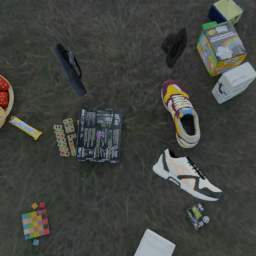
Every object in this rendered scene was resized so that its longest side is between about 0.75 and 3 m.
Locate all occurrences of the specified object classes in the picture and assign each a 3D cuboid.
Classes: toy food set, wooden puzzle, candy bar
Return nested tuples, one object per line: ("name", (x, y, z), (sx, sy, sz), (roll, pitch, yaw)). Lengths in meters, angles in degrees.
("toy food set", (-6.128, -1.111, 11.486), (2.753, 0.677, 2.782), (12, 74, 4))
("wooden puzzle", (-3.412, 3.537, 10.347), (0.896, 0.106, 1.510), (-14, 73, -4))
("candy bar", (-4.205, -0.022, 11.425), (1.470, 0.163, 0.367), (31, 75, 8))

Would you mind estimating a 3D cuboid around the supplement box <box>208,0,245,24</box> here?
("supplement box", (4.437, -5.213, 12.733), (1.069, 0.718, 1.070), (-31, 75, -9))

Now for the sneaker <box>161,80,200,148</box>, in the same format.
("sneaker", (2.157, -0.745, 11.022), (1.114, 1.340, 2.974), (-17, 74, -5))

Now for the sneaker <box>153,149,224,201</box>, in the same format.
("sneaker", (1.750, 1.336, 8.055), (2.184, 0.805, 0.874), (28, 96, 28))

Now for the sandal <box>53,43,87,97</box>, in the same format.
("sandal", (-1.912, -2.094, 9.829), (0.549, 0.975, 2.565), (-34, 58, 7))

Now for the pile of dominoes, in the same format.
("pile of dominoes", (-2.306, 0.378, 11.256), (1.176, 0.240, 1.509), (-16, 73, -5))

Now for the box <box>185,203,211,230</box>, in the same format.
("box", (2.601, 3.279, 10.392), (0.629, 0.174, 0.786), (-29, 75, -9))

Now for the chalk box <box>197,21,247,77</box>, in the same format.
("chalk box", (3.830, -3.525, 11.917), (1.319, 1.313, 2.121), (-17, 73, -4))

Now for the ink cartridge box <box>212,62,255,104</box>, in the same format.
("ink cartridge box", (4.203, -1.771, 11.189), (1.194, 1.628, 0.676), (-25, 75, -8))

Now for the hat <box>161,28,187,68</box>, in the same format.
("hat", (1.449, -2.755, 9.449), (0.577, 1.430, 1.430), (29, 75, 20))

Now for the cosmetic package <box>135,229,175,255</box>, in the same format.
("cosmetic package", (0.711, 4.673, 9.645), (1.113, 0.800, 1.972), (28, 76, 9))

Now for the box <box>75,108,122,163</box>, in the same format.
("box", (-1.126, 0.275, 11.126), (1.695, 0.461, 2.116), (2, 72, -1))
